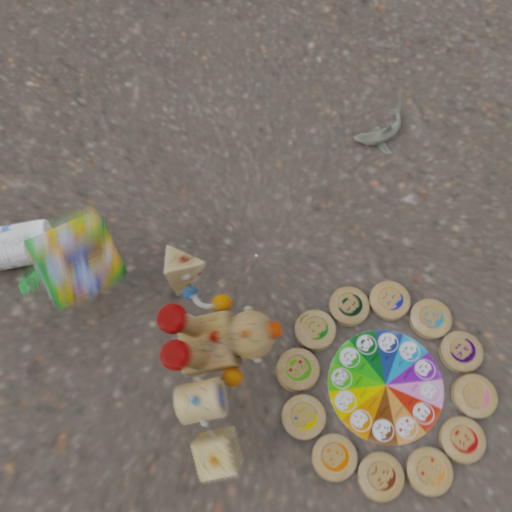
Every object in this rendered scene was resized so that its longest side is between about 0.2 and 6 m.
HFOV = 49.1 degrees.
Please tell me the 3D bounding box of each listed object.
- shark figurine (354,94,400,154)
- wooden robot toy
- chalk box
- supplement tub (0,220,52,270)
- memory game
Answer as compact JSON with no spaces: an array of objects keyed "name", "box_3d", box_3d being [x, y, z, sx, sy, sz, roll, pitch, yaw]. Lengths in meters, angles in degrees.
[{"name":"shark figurine","box_3d":[2.595,-2.540,10.950,0.742,0.518,1.242,41,73,16]},{"name":"wooden robot toy","box_3d":[-0.396,1.282,7.676,1.484,1.440,3.270,-13,73,9]},{"name":"chalk box","box_3d":[-2.897,0.096,8.486,1.474,0.914,0.920,-27,29,-21]},{"name":"supplement tub","box_3d":[-4.133,-0.178,9.687,1.138,0.751,0.751,-12,65,-6]},{"name":"memory game","box_3d":[2.054,2.047,8.926,3.529,0.225,3.529,0,65,0]}]
